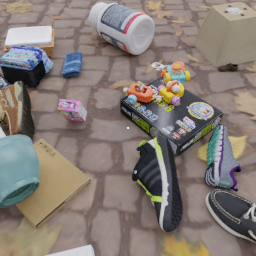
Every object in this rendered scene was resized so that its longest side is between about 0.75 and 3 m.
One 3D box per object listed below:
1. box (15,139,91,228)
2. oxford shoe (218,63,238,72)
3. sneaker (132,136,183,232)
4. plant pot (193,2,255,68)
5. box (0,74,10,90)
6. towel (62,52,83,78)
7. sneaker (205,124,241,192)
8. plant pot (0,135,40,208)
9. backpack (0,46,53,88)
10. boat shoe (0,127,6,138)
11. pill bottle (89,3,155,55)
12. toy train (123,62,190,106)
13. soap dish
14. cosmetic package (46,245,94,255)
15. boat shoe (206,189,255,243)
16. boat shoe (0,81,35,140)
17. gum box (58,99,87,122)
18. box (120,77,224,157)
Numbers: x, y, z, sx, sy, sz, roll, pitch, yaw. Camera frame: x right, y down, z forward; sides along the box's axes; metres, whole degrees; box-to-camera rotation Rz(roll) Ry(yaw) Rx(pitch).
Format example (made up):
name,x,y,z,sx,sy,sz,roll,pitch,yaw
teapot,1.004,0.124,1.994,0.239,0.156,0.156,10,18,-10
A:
name,x,y,z,sx,sy,sz,roll,pitch,yaw
box,-2.539,1.447,8.045,2.315,0.246,1.892,33,55,27
oxford shoe,4.237,-2.609,11.871,0.862,0.364,0.313,-2,48,0
sneaker,0.728,1.502,7.724,1.204,1.042,2.907,-17,43,18
plant pot,4.499,-4.227,12.326,2.205,1.953,2.203,-13,47,-13
box,-5.575,-1.634,10.834,1.523,0.481,1.931,-31,54,-25
towel,-2.341,-2.702,11.852,0.795,0.345,1.424,-12,45,11
sneaker,2.899,0.875,8.383,0.934,0.794,2.134,20,57,0
plant pot,-2.990,1.209,7.055,1.816,1.816,1.216,-29,72,-25
backpack,-4.018,-2.681,11.339,1.691,1.246,1.852,13,46,13
boat shoe,-4.366,0.273,8.805,0.791,0.775,2.220,-30,54,-27
pill bottle,-0.384,-4.718,12.928,2.919,1.745,1.745,36,56,29
toy train,1.114,-1.729,9.873,1.978,0.732,2.633,21,50,17
soap dish,-4.399,-3.869,12.730,2.117,0.860,1.665,-7,47,-6
cosmetic package,-1.487,3.209,6.142,1.562,0.578,0.794,-10,47,-7
boat shoe,3.252,2.356,6.719,1.092,0.892,2.957,-33,54,-27
boat shoe,-3.865,-0.470,9.414,1.098,1.124,2.972,-17,40,-9
gum box,-1.839,-0.583,9.320,0.672,1.185,0.392,6,76,5
box,1.434,-0.549,9.697,2.248,0.621,2.806,-32,54,-27
